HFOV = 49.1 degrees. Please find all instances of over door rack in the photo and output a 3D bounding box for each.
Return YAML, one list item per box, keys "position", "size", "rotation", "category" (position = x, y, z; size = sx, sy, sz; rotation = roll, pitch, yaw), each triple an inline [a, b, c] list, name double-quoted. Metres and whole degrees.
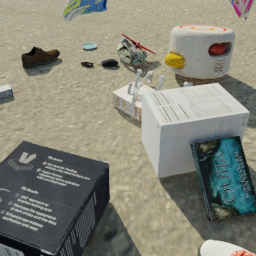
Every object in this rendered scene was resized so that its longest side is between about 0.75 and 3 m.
- position: [1.246, -1.555, 9.980]
  size: [1.842, 0.830, 2.493]
  rotation: [19, 28, 15]
  category: "over door rack"

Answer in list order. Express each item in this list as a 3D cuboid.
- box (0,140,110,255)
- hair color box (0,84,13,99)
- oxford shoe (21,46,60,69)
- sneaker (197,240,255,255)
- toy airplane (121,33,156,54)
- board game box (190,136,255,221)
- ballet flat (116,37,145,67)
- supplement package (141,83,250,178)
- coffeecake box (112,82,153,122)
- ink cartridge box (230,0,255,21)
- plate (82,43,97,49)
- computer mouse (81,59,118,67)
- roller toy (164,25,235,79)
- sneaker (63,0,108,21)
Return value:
- position: [-1.829, 1.648, 5.949]
  size: [2.257, 1.348, 2.295]
  rotation: [13, 40, 16]
  category: "box"
- position: [-4.903, -1.335, 10.631]
  size: [0.922, 0.279, 0.461]
  rotation: [-23, 44, -27]
  category: "hair color box"
- position: [-3.953, -3.357, 12.810]
  size: [1.891, 0.798, 0.687]
  rotation: [-30, 45, -35]
  category: "oxford shoe"
- position: [2.517, 2.513, 4.795]
  size: [2.646, 1.418, 0.883]
  rotation: [29, 47, 32]
  category: "sneaker"
- position: [0.451, -3.949, 13.361]
  size: [1.904, 0.350, 1.904]
  rotation: [27, 21, -11]
  category: "toy airplane"
- position: [2.277, 1.159, 6.635]
  size: [1.234, 0.257, 1.824]
  rotation: [-9, 77, -10]
  category: "board game box"
- position: [-0.069, -3.571, 13.082]
  size: [0.895, 0.895, 2.487]
  rotation: [-14, 39, -17]
  category: "ballet flat"
- position: [1.678, 0.002, 7.702]
  size: [2.280, 1.730, 1.717]
  rotation: [-9, 36, -10]
  category: "supplement package"
- position: [0.424, -0.952, 9.893]
  size: [1.222, 0.582, 1.592]
  rotation: [-30, 47, -33]
  category: "coffeecake box"
- position: [3.558, -4.227, 8.842]
  size: [0.413, 1.054, 2.227]
  rotation: [-25, -8, 13]
  category: "ink cartridge box"
- position: [-2.008, -4.217, 14.458]
  size: [0.780, 0.100, 0.780]
  rotation: [-1, 38, 1]
  category: "plate"
- position: [-1.299, -2.998, 12.749]
  size: [1.719, 0.293, 0.504]
  rotation: [-2, 39, -2]
  category: "computer mouse"
- position: [2.964, -3.096, 11.526]
  size: [2.522, 1.932, 2.765]
  rotation: [11, 29, 18]
  category: "roller toy"
- position: [-0.909, -2.772, 6.364]
  size: [0.687, 1.309, 0.496]
  rotation: [47, 29, -7]
  category: "sneaker"
